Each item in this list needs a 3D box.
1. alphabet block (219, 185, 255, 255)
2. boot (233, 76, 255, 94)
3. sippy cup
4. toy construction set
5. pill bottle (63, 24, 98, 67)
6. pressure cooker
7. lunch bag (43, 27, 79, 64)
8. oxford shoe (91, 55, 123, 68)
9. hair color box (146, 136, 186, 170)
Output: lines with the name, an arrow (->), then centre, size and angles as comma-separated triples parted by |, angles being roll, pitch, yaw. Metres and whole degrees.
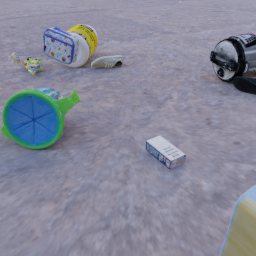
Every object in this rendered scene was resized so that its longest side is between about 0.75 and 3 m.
alphabet block -> 2.517, 1.740, 3.014 | 2.184, 2.195, 2.236 | -21, 38, -27
boot -> 4.512, -1.648, 9.972 | 1.314, 0.502, 1.104 | 24, 43, 23
sippy cup -> -2.244, -0.402, 7.284 | 1.919, 1.507, 1.406 | 10, 22, -1
toy construction set -> -4.111, -2.642, 11.510 | 1.466, 0.675, 0.961 | 25, 39, 16
pill bottle -> -2.159, -3.788, 12.520 | 1.432, 1.432, 2.547 | 4, 32, 6
pressure cooker -> 4.059, -2.552, 10.415 | 1.850, 1.653, 1.627 | -11, -8, -17
lunch bag -> -2.175, -2.662, 8.980 | 1.224, 0.981, 0.462 | 26, 36, 14
oxford shoe -> -0.843, -2.740, 11.811 | 1.444, 0.543, 0.417 | -13, 74, -17
hair color box -> 0.877, 0.567, 6.669 | 0.467, 0.283, 0.934 | -19, 37, -27
